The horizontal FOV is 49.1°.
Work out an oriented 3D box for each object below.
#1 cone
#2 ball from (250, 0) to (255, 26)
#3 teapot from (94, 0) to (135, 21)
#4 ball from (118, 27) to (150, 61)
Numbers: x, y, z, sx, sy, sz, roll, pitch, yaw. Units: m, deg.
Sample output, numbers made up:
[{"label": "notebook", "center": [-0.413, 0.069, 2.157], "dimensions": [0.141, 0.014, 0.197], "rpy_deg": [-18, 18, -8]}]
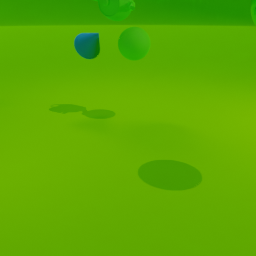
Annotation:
[{"label": "cone", "center": [-1.100, -2.734, 8.704], "dimensions": [0.897, 0.897, 0.901], "rpy_deg": [-15, -3, -32]}, {"label": "ball", "center": [2.568, -1.972, 4.323], "dimensions": [1.243, 1.243, 1.243], "rpy_deg": [0, 22, 0]}, {"label": "teapot", "center": [-0.388, -3.763, 8.392], "dimensions": [1.767, 1.099, 0.865], "rpy_deg": [25, 34, 25]}, {"label": "ball", "center": [0.189, -2.551, 8.493], "dimensions": [0.984, 0.984, 0.984], "rpy_deg": [0, 22, 0]}]
